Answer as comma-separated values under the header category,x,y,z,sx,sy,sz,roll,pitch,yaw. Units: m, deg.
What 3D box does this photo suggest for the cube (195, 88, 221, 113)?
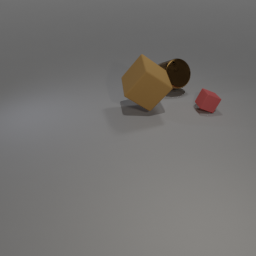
category,x,y,z,sx,sy,sz,roll,pitch,yaw
cube,3.437,-1.182,12.071,0.700,0.700,0.700,17,26,-18

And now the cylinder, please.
category,x,y,z,sx,sy,sz,roll,pitch,yaw
cylinder,2.115,-2.608,13.767,1.400,1.400,1.400,-12,8,-20

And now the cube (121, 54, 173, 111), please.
category,x,y,z,sx,sy,sz,roll,pitch,yaw
cube,0.733,-1.841,11.446,1.400,1.400,1.400,27,33,-28
